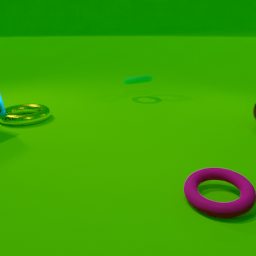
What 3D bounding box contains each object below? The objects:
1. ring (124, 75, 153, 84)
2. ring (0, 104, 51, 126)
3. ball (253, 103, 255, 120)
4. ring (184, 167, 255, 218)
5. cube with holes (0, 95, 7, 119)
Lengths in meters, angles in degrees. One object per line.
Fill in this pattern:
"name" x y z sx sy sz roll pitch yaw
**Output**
"ring" 0.414 -1.957 11.403 1.180 0.236 1.180 -7 6 1
"ring" -3.325 -0.448 9.028 1.631 0.326 1.631 0 20 0
"ball" 4.150 -0.487 8.150 0.944 0.944 0.944 0 20 0
"ring" 1.552 1.067 4.790 1.180 0.236 1.180 -4 27 2
"cube with holes" -4.410 -0.699 7.551 1.317 1.317 1.317 -12 7 30
